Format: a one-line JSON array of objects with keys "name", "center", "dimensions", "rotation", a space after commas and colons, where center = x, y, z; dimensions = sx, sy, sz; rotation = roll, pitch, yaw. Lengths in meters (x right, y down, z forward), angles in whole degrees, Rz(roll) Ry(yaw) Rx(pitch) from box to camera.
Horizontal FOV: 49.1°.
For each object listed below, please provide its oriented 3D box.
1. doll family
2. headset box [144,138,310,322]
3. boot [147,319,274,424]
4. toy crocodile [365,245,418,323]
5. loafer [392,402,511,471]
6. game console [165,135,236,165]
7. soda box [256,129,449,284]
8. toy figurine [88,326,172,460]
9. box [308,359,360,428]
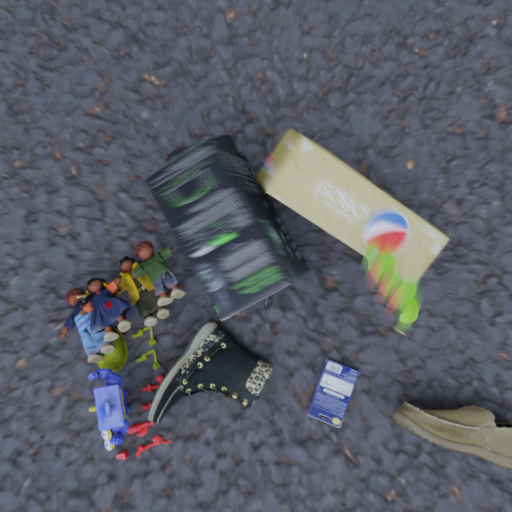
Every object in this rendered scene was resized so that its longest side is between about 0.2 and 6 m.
[{"name": "doll family", "center": [-2.446, 0.721, 9.887], "dimensions": [2.518, 0.988, 1.456], "rotation": [-32, 67, -8]}, {"name": "headset box", "center": [-0.298, -0.359, 9.233], "dimensions": [1.231, 2.311, 2.654], "rotation": [-30, 87, 13]}, {"name": "boot", "center": [-0.787, 2.308, 9.768], "dimensions": [1.533, 0.733, 2.030], "rotation": [33, 72, 5]}, {"name": "toy crocodile", "center": [1.900, 0.379, 7.961], "dimensions": [0.397, 0.434, 1.287], "rotation": [-25, 62, -11]}, {"name": "loafer", "center": [3.565, 2.953, 9.666], "dimensions": [2.505, 0.953, 0.845], "rotation": [21, 80, -7]}, {"name": "game console", "center": [-0.899, -1.434, 10.706], "dimensions": [1.376, 0.241, 1.556], "rotation": [-20, 82, -3]}, {"name": "soda box", "center": [1.610, -0.802, 9.437], "dimensions": [3.161, 1.012, 1.071], "rotation": [31, 103, -18]}, {"name": "toy figurine", "center": [-2.252, 2.313, 9.490], "dimensions": [1.232, 1.399, 2.335], "rotation": [-8, 81, -1]}, {"name": "box", "center": [1.383, 2.466, 10.081], "dimensions": [0.641, 0.171, 1.058], "rotation": [22, 80, 4]}]
